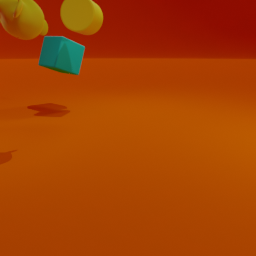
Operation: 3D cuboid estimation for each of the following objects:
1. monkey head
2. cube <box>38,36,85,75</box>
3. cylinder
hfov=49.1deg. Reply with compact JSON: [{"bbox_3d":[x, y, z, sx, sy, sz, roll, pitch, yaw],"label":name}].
[{"bbox_3d":[-1.787,-2.037,4.751,0.834,0.996,1.384,24,7,-1],"label":"monkey head"},{"bbox_3d":[-2.595,-2.823,10.967,1.167,1.167,1.167,15,3,38],"label":"cube"},{"bbox_3d":[-1.481,-3.667,9.150,1.109,1.109,1.109,3,13,9],"label":"cylinder"}]
